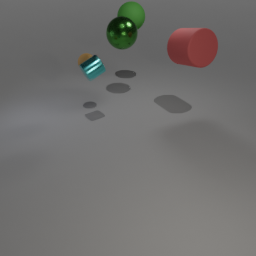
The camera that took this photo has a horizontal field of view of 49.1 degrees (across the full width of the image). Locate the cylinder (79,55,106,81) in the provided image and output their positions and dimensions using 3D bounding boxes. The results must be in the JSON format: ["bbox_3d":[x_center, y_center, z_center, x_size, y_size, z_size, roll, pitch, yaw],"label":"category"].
[{"bbox_3d":[-1.278,-2.155,10.095,0.700,0.700,0.700,-36,39,-8],"label":"cylinder"}]

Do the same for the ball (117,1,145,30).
[{"bbox_3d":[0.160,-5.582,14.038,1.400,1.400,1.400,0,30,0],"label":"ball"}]

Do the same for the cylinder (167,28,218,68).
[{"bbox_3d":[2.450,-3.094,10.748,1.400,1.400,1.400,-14,23,-22],"label":"cylinder"}]

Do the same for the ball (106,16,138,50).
[{"bbox_3d":[-0.269,-4.190,12.382,1.400,1.400,1.400,0,30,0],"label":"ball"}]

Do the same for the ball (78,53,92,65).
[{"bbox_3d":[-1.655,-2.632,11.208,0.700,0.700,0.700,0,30,0],"label":"ball"}]
